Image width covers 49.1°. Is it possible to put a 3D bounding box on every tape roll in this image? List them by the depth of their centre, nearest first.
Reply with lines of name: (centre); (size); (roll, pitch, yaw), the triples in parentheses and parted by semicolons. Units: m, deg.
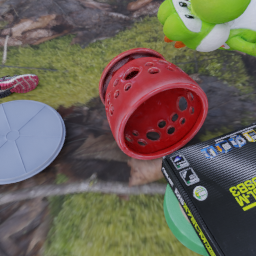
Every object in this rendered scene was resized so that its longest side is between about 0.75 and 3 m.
tape roll: (1.711, 1.569, 5.729); (1.937, 0.466, 1.937); (0, 51, 0)

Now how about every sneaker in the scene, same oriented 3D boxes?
sneaker: (-3.299, -1.316, 8.046); (1.420, 0.572, 0.530); (-14, 50, -11)

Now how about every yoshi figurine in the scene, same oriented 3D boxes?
yoshi figurine: (1.559, -1.575, 3.760); (2.358, 1.320, 1.325); (-10, 33, -30)

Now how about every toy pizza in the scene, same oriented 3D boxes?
toy pizza: (-2.757, 0.293, 6.830); (2.474, 0.392, 2.474); (0, 52, 0)

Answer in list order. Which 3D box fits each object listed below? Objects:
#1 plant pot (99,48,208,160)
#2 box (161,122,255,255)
plant pot: (0.466, -0.640, 6.558); (2.143, 2.143, 1.952); (-15, 44, -12)
box: (2.349, 1.234, 5.309); (2.643, 0.628, 2.553); (-18, 50, -13)
